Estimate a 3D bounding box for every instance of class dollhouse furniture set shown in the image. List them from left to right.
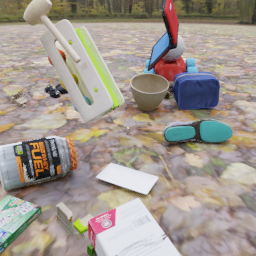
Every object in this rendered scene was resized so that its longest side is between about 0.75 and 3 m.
[{"bbox_3d":[-4.993,-1.231,13.176,0.971,0.474,0.828,32,35,9],"label":"dollhouse furniture set"},{"bbox_3d":[-0.992,2.055,5.960,1.272,0.636,0.491,33,42,33],"label":"dollhouse furniture set"}]

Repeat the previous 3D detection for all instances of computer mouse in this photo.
[{"bbox_3d":[-3.125,-2.234,14.695,2.278,0.600,1.577,-16,30,-30],"label":"computer mouse"}]

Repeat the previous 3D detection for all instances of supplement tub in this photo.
[{"bbox_3d":[-2.450,0.891,7.631,1.957,1.199,1.199,-12,29,-22],"label":"supplement tub"}]

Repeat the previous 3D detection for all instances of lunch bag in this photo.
[{"bbox_3d":[2.980,-1.733,12.741,2.096,1.424,1.387,-1,25,1],"label":"lunch bag"}]

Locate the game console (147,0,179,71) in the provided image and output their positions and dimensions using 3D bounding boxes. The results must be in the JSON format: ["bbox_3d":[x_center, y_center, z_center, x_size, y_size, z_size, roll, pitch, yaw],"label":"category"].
[{"bbox_3d":[1.247,-3.929,11.392,1.478,2.147,2.491,-12,36,21],"label":"game console"}]

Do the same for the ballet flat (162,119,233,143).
[{"bbox_3d":[2.372,0.073,9.809,2.440,0.878,0.878,-1,26,-4],"label":"ballet flat"}]

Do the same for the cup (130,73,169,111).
[{"bbox_3d":[0.897,-1.467,12.285,1.669,1.194,1.669,2,39,-1],"label":"cup"}]

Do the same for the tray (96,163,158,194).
[{"bbox_3d":[-0.021,1.421,7.737,1.554,0.172,0.835,13,30,25],"label":"tray"}]

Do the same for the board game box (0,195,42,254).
[{"bbox_3d":[-2.815,2.142,6.207,1.020,0.221,1.516,11,28,22],"label":"board game box"}]

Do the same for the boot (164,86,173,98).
[{"bbox_3d":[1.998,-1.906,14.278,1.052,0.397,1.201,22,33,37],"label":"boot"}]

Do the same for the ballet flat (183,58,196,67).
[{"bbox_3d":[3.444,-4.322,18.774,2.315,0.831,0.831,10,28,21],"label":"ballet flat"}]

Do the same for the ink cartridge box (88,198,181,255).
[{"bbox_3d":[0.115,2.253,5.139,1.162,0.667,1.600,-15,44,-28],"label":"ink cartridge box"}]

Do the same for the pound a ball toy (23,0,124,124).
[{"bbox_3d":[-1.274,-1.349,6.171,1.071,2.522,1.645,-29,1,18],"label":"pound a ball toy"}]

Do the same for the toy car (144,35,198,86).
[{"bbox_3d":[2.200,-3.891,14.499,2.723,2.954,2.613,1,32,8],"label":"toy car"}]
